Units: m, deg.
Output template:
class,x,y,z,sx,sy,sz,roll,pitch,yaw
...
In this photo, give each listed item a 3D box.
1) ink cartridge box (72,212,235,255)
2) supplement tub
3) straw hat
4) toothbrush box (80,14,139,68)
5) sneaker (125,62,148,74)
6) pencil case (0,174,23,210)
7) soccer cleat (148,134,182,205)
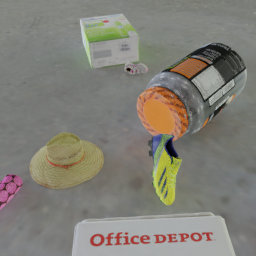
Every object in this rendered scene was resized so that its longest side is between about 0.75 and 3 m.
class,x,y,z,sx,sy,sz,roll,pitch,yaw
ink cartridge box,0.373,2.660,3.274,2.165,1.250,2.964,-2,41,0
supplement tub,1.675,-0.953,7.345,1.755,1.755,2.865,32,52,33
straw hat,-1.446,0.512,6.434,1.741,0.737,1.741,0,40,0
toothbrush box,-0.782,-3.513,11.074,1.859,1.099,2.553,-10,39,-9
sneaker,0.265,-2.068,9.951,0.882,0.359,0.389,9,46,18
pencil case,-2.581,1.327,5.615,0.449,0.435,0.959,6,29,21
soccer cleat,0.770,0.804,5.396,0.591,1.413,0.457,-9,2,25
